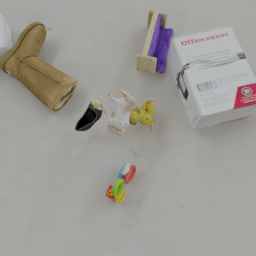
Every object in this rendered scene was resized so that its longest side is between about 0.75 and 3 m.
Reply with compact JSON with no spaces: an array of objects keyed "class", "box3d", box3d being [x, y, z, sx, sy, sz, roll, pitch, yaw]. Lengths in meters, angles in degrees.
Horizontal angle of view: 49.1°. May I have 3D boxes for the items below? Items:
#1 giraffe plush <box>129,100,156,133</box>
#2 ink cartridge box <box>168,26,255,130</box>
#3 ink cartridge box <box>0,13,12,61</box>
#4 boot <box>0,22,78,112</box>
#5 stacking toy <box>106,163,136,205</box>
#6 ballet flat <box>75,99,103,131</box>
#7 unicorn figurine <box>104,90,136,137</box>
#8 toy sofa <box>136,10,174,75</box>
[{"class":"giraffe plush","box3d":[0.313,-0.401,8.753,0.870,0.926,1.073,8,61,-15]},{"class":"ink cartridge box","box3d":[2.754,-1.657,9.182,2.101,1.206,2.894,-13,69,-5]},{"class":"ink cartridge box","box3d":[-5.280,-2.998,9.880,2.119,0.887,1.537,-13,69,-5]},{"class":"boot","box3d":[-2.764,-2.133,9.612,2.613,0.864,2.288,34,85,13]},{"class":"stacking toy","box3d":[-0.283,1.489,8.072,0.510,1.092,1.207,21,71,20]},{"class":"ballet flat","box3d":[-1.135,-0.315,8.247,0.490,1.475,0.419,49,47,9]},{"class":"unicorn figurine","box3d":[-0.177,-0.531,7.503,0.636,1.722,1.183,-21,38,-23]},{"class":"toy sofa","box3d":[1.011,-3.019,9.895,1.046,0.888,2.144,13,70,6]}]
